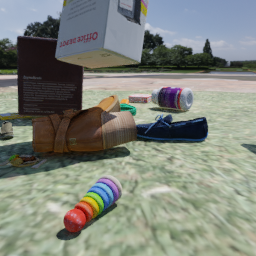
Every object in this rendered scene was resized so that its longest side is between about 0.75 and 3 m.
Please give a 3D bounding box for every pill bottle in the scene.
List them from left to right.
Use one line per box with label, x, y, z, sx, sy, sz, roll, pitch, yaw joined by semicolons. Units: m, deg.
pill bottle;1.801;-1.237;11.585;1.637;0.921;0.921;11;17;38

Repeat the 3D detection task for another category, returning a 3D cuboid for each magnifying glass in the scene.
magnifying glass;-0.222;-0.831;11.349;1.183;0.333;2.972;0;15;3

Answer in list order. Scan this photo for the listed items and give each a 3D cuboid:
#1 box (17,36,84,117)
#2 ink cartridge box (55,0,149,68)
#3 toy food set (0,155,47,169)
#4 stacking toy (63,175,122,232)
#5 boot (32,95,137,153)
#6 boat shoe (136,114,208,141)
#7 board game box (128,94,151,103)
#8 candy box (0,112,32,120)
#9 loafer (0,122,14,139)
box;-2.712;-1.845;10.243;2.157;2.627;2.180;2;14;-9
ink cartridge box;-0.577;-2.936;6.557;1.201;2.805;2.071;6;1;-42
toy food set;-2.042;0.614;5.495;0.794;0.159;0.548;3;14;11
stacking toy;-0.464;0.970;3.586;0.410;0.410;0.960;7;19;27
boot;-1.206;-0.152;6.939;2.229;1.062;2.882;-8;12;-12
boat shoe;1.086;-0.075;7.291;1.921;0.659;0.808;0;13;1
board game box;0.700;-1.489;13.980;0.982;0.300;1.297;5;14;20
candy box;-4.016;-0.455;10.000;1.061;0.140;0.542;-10;16;-37
loafer;-3.273;0.042;7.497;0.368;0.341;0.978;-7;15;-28
